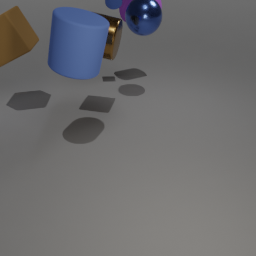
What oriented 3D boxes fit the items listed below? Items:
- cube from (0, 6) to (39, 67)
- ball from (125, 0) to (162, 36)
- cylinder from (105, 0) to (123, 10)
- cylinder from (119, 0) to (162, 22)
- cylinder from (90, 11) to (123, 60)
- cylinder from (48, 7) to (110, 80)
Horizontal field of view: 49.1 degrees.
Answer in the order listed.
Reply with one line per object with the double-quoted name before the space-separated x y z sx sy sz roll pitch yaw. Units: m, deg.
"cube" -4.306 -3.300 10.069 1.400 1.400 1.400 -23 31 12
"ball" 0.592 -4.219 10.585 1.400 1.400 1.400 0 31 0
"cylinder" -0.597 -5.334 11.390 0.700 0.700 0.700 -3 60 -5
"cylinder" 0.551 -5.423 12.597 1.400 1.400 1.400 -9 30 -37
"cylinder" -1.024 -3.164 9.583 1.400 1.400 1.400 14 32 3
"cylinder" -1.301 -2.195 7.256 1.400 1.400 1.400 12 34 -8
